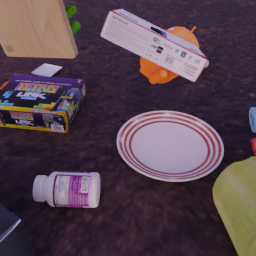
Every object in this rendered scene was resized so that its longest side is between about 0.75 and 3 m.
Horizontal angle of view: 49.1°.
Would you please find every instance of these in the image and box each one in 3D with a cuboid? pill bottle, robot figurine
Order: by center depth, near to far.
[{"bbox_3d":[-1.388,1.408,6.445,1.434,0.805,0.805,2,39,1],"label":"pill bottle"},{"bbox_3d":[0.971,-1.721,6.671,1.285,1.042,1.787,-23,0,-27],"label":"robot figurine"}]

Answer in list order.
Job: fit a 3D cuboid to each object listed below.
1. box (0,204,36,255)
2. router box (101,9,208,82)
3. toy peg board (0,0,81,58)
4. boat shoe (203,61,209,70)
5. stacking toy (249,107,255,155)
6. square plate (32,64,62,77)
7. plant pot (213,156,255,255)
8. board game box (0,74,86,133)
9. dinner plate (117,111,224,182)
[{"bbox_3d":[-2.920,1.977,4.954,2.415,1.787,1.260,24,44,26],"label":"box"},{"bbox_3d":[0.455,-1.496,4.853,1.642,0.401,1.473,24,24,-6],"label":"router box"},{"bbox_3d":[-2.334,-3.001,6.999,2.189,2.198,1.075,7,45,20],"label":"toy peg board"},{"bbox_3d":[2.589,-2.647,11.887,1.625,0.463,0.543,3,73,10],"label":"boat shoe"},{"bbox_3d":[3.811,-0.231,7.902,0.779,1.671,1.845,-6,39,11],"label":"stacking toy"},{"bbox_3d":[-3.374,-2.391,11.729,0.931,0.134,0.940,14,41,17],"label":"square plate"},{"bbox_3d":[2.719,1.705,5.181,2.334,2.334,2.146,-7,28,-9],"label":"plant pot"},{"bbox_3d":[-3.004,-0.901,9.364,2.693,0.764,2.226,5,40,6],"label":"board game box"},{"bbox_3d":[1.169,0.461,7.989,2.984,0.362,2.984,0,40,0],"label":"dinner plate"}]
